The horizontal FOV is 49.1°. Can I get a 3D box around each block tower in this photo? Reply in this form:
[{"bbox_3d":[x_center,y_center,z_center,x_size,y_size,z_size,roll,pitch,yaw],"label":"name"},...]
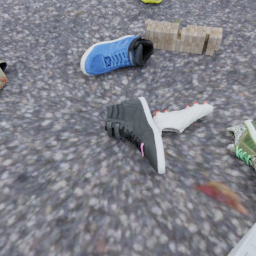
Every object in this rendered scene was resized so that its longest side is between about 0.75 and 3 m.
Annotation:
[{"bbox_3d":[2.085,-3.543,11.001,2.968,0.802,0.858,10,49,10],"label":"block tower"}]

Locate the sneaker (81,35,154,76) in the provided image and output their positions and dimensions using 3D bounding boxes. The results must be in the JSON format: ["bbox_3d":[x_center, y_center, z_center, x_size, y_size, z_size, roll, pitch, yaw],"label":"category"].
[{"bbox_3d":[-0.254,-2.523,9.822,2.692,1.033,1.498,-30,36,-31],"label":"sneaker"}]

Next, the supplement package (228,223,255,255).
[{"bbox_3d":[2.465,2.891,4.927,1.615,1.544,1.188,36,58,27],"label":"supplement package"}]

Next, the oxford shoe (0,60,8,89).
[{"bbox_3d":[-4.508,-1.550,9.239,0.951,0.896,2.542,-6,50,-12],"label":"oxford shoe"}]

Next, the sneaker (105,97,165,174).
[{"bbox_3d":[0.114,0.247,7.684,1.362,0.971,2.746,-12,45,-7],"label":"sneaker"}]

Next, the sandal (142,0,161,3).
[{"bbox_3d":[1.228,-7.158,13.902,1.092,1.196,2.748,4,51,1],"label":"sandal"}]

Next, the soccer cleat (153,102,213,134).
[{"bbox_3d":[1.647,-0.243,8.290,1.915,0.663,0.743,-13,76,-9],"label":"soccer cleat"}]

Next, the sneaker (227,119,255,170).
[{"bbox_3d":[3.167,0.639,7.556,0.881,0.764,1.987,-9,43,10],"label":"sneaker"}]
